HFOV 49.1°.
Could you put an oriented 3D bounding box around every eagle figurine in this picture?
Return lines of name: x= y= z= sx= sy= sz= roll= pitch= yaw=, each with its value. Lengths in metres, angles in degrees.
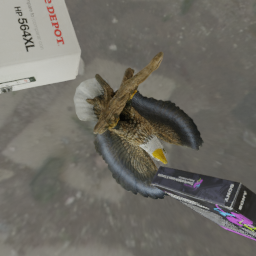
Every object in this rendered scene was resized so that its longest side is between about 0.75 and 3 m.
eagle figurine: x=0.212 y=0.107 z=4.372 sx=1.583 sy=2.086 sz=1.574 roll=-16 pitch=59 yaw=20

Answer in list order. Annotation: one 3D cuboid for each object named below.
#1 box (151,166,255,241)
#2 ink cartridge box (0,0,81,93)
box: x=1.177 y=0.940 z=3.116 sx=1.594 sy=1.139 sz=0.288 roll=33 pitch=74 yaw=-27
ink cartridge box: x=-2.413 y=-1.701 z=4.929 sx=2.713 sy=1.144 sz=1.980 roll=-16 pitch=81 yaw=-18
